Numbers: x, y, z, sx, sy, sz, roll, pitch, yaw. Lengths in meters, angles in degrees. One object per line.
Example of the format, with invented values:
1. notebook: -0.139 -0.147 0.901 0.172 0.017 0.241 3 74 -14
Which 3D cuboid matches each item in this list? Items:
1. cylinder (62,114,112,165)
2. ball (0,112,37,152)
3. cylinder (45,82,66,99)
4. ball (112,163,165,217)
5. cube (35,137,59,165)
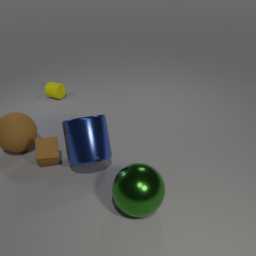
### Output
1. cylinder: -1.300 0.360 8.944 1.400 1.400 1.400 -9 2 0
2. ball: -3.891 0.143 9.744 1.400 1.400 1.400 0 33 0
3. cylinder: -3.458 -1.790 13.335 0.700 0.700 0.700 14 35 25
4. ball: 0.283 1.629 7.423 1.400 1.400 1.400 0 33 0
5. cube: -2.638 0.755 9.151 0.700 0.700 0.700 -5 68 -16
